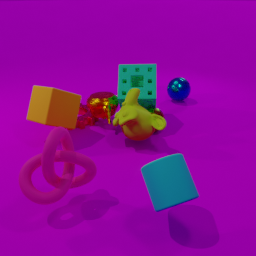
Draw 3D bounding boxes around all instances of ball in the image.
[{"bbox_3d":[0.706,-0.233,8.125,0.736,0.736,0.736,0,27,0],"label":"ball"},{"bbox_3d":[1.850,-1.414,10.203,0.865,0.865,0.865,0,27,0],"label":"ball"}]

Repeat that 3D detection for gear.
[{"bbox_3d":[-1.690,-0.398,8.941,1.507,0.279,1.507,0,27,0],"label":"gear"}]

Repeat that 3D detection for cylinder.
[{"bbox_3d":[0.691,0.916,4.690,0.761,0.761,0.761,-12,71,-22],"label":"cylinder"}]

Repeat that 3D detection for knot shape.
[{"bbox_3d":[-1.185,0.761,5.176,1.296,1.385,0.640,31,-11,-38],"label":"knot shape"}]

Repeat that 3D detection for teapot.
[{"bbox_3d":[-0.746,-0.630,8.505,0.995,0.784,1.600,-10,26,-15],"label":"teapot"}]

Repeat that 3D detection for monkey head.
[{"bbox_3d":[0.267,-0.318,7.397,1.060,1.266,1.759,25,-14,-26],"label":"monkey head"}]

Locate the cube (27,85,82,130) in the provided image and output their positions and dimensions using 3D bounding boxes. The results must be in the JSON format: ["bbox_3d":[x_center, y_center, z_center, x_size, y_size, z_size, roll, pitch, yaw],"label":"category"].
[{"bbox_3d":[-1.975,-0.545,7.500,0.948,0.948,0.948,12,1,40],"label":"cube"}]

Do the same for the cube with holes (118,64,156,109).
[{"bbox_3d":[0.301,-1.159,8.340,1.069,1.069,1.069,0,-16,5],"label":"cube with holes"}]
